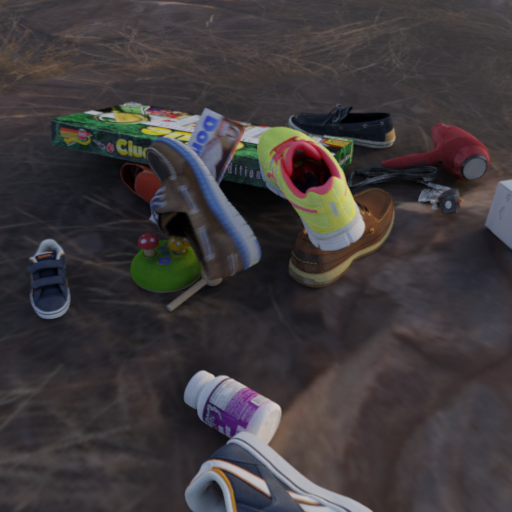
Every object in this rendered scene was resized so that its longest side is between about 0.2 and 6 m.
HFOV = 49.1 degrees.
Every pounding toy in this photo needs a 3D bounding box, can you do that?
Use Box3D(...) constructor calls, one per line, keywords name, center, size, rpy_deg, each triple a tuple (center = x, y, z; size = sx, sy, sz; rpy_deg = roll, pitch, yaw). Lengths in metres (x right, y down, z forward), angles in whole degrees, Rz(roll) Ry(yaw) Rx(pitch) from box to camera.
Box3D(name="pounding toy", center=(-1.412, 0.035, 9.278), size=(1.223, 0.735, 1.584), rpy_deg=(-27, 45, -31))

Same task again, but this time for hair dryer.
Box3D(name="hair dryer", center=(3.672, -2.151, 12.046), size=(2.511, 0.896, 3.297), rpy_deg=(22, 41, 28))

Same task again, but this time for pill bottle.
Box3D(name="pill bottle", center=(-0.318, 1.881, 6.928), size=(1.133, 0.636, 0.636), rpy_deg=(22, 43, 28))

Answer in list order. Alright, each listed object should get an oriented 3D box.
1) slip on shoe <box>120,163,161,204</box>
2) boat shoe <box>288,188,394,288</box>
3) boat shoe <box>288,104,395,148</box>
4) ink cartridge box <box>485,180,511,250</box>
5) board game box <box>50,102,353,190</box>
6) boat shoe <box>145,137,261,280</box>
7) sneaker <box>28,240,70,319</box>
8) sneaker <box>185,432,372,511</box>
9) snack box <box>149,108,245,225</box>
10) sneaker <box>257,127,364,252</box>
Box3D(name="slip on shoe", center=(-2.035, -1.338, 10.967), size=(0.653, 0.791, 2.136), rpy_deg=(5, 21, -40))
Box3D(name="boat shoe", center=(1.633, -0.554, 9.849), size=(1.042, 0.977, 2.894), rpy_deg=(25, 44, 30))
Box3D(name="boat shoe", center=(2.066, -3.230, 13.538), size=(2.617, 0.814, 0.976), rpy_deg=(13, 41, 18))
Box3D(name="ink cartridge box", center=(5.104, -0.785, 10.137), size=(1.374, 0.998, 0.993), rpy_deg=(-10, 38, -13))
Box3D(name="board game box", center=(-1.083, -2.457, 12.144), size=(5.843, 0.685, 3.061), rpy_deg=(14, 28, 17))
Box3D(name="boat shoe", center=(-1.121, -0.814, 8.990), size=(1.027, 1.025, 2.836), rpy_deg=(-30, 63, -22))
Box3D(name="sneaker", center=(-3.356, 0.334, 9.015), size=(0.596, 0.604, 1.520), rpy_deg=(-10, 40, -15))
Box3D(name="sneaker", center=(0.373, 2.778, 5.464), size=(2.570, 1.008, 1.020), rpy_deg=(19, 35, 40))
Box3D(name="snack box", center=(-1.044, -1.469, 10.091), size=(0.819, 0.277, 2.277), rpy_deg=(25, 83, 2))
Box3D(name="sneaker", center=(0.747, -1.441, 8.930), size=(1.155, 1.334, 2.954), rpy_deg=(-32, 46, -1))
